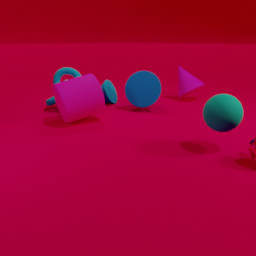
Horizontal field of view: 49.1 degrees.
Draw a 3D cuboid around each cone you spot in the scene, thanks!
[{"bbox_3d":[-1.177,-1.398,12.081,1.063,1.059,1.059,-18,12,22],"label":"cone"},{"bbox_3d":[2.572,-2.217,12.591,1.306,1.310,1.306,-26,-4,-2],"label":"cone"},{"bbox_3d":[0.719,-1.435,11.232,1.401,1.401,1.407,5,-2,14],"label":"cone"}]

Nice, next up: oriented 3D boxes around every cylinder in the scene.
[{"bbox_3d":[-1.637,-0.988,9.307,1.334,1.334,1.334,-21,25,-20],"label":"cylinder"}]

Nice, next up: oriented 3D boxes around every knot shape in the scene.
[{"bbox_3d":[-2.368,-1.363,10.687,0.807,1.747,1.635,23,16,-45],"label":"knot shape"}]

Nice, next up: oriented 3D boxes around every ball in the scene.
[{"bbox_3d":[2.334,-0.367,6.909,0.944,0.944,0.944,0,19,0],"label":"ball"}]

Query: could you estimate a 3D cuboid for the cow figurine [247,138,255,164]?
[{"bbox_3d":[3.138,0.203,6.280,1.078,1.060,0.592,-20,-10,3],"label":"cow figurine"}]
